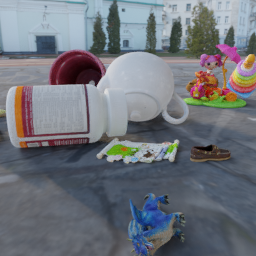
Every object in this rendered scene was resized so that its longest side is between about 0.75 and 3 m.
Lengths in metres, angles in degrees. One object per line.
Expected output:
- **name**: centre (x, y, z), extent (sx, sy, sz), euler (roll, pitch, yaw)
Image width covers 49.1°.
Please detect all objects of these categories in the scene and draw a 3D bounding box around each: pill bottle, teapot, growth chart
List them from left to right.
- **pill bottle**: centre (-1.605, -0.367, 7.687), extent (2.985, 1.635, 1.635), euler (-3, 18, -13)
- **teapot**: centre (0.403, -1.112, 9.668), extent (2.687, 2.652, 1.963), euler (-15, 52, 25)
- **growth chart**: centre (0.306, 0.573, 7.168), extent (1.977, 0.175, 1.431), euler (2, 19, 10)

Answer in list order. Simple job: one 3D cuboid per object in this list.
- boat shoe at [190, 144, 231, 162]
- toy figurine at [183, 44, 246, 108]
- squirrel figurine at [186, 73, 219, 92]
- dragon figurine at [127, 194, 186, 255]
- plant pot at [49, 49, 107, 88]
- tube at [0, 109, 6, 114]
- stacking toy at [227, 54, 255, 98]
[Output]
- **boat shoe**: centre (2.018, 0.584, 6.783), extent (1.054, 0.371, 0.371), euler (-4, 16, -15)
- **toy figurine**: centre (3.942, -2.408, 12.614), extent (2.854, 2.627, 2.142), euler (1, 17, 6)
- **squirrel figurine**: centre (3.901, -2.261, 14.838), extent (1.476, 1.119, 1.581), euler (-16, 19, -24)
- **dragon figurine**: centre (0.262, 1.339, 4.096), extent (0.859, 0.509, 1.728), euler (-5, 19, -16)
- **plant pot**: centre (-1.950, -2.050, 12.427), extent (2.418, 2.418, 2.164), euler (3, 2, 10)
- **tube**: centre (-5.405, -0.481, 10.090), extent (0.603, 0.540, 2.079), euler (47, 29, 11)
- **stacking toy**: centre (3.129, -1.495, 7.407), extent (0.767, 0.811, 1.397), euler (40, -6, 25)
